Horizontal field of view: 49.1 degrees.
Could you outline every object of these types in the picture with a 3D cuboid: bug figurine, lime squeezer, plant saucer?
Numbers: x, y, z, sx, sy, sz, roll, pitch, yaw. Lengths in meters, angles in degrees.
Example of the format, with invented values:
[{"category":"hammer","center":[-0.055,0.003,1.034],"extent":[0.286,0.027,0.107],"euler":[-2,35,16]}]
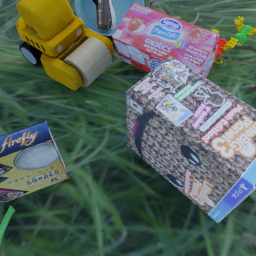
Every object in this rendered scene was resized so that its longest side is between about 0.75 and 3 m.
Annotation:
[{"category":"bug figurine","center":[3.946,-2.397,8.858],"extent":[2.787,0.717,2.161],"euler":[34,64,19]},{"category":"lime squeezer","center":[-3.263,2.811,5.671],"extent":[0.938,0.501,2.657],"euler":[38,65,21]},{"category":"plant saucer","center":[-0.635,-4.210,9.870],"extent":[2.396,0.431,2.396],"euler":[1,77,-6]}]

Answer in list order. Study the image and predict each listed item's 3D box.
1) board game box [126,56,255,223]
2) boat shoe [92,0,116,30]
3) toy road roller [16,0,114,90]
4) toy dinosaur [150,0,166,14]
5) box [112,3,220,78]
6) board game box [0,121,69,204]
[{"category":"board game box","center":[1.472,0.300,6.171],"extent":[2.911,2.321,1.410],"euler":[39,66,23]},{"category":"boat shoe","center":[-0.926,-4.365,9.469],"extent":[0.612,0.739,2.058],"euler":[-12,93,-16]},{"category":"toy road roller","center":[-1.973,-2.706,8.180],"extent":[2.894,2.113,1.778],"euler":[32,66,19]},{"category":"toy dinosaur","center":[0.744,-3.556,9.778],"extent":[1.220,0.694,2.297],"euler":[8,60,39]},{"category":"box","center":[1.104,-2.334,8.239],"extent":[2.763,1.377,1.319],"euler":[28,81,17]},{"category":"board game box","center":[-2.868,1.026,5.930],"extent":[2.899,1.964,0.502],"euler":[-20,60,-13]}]
